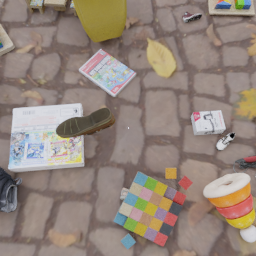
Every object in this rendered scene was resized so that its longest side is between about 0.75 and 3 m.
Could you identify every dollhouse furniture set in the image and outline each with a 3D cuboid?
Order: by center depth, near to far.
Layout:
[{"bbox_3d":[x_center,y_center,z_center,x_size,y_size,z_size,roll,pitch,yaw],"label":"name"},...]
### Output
[{"bbox_3d":[-2.760,-6.178,11.297,2.398,1.817,2.736,5,67,2],"label":"dollhouse furniture set"}]

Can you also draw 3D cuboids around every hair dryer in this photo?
[{"bbox_3d":[4.261,0.964,9.075,1.213,0.433,1.593,28,69,12],"label":"hair dryer"}]

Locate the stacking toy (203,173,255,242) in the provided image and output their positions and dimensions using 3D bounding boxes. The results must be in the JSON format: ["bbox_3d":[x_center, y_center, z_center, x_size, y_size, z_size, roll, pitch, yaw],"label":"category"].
[{"bbox_3d":[3.220,2.418,8.232,1.417,1.417,1.940,-24,89,-10],"label":"stacking toy"}]

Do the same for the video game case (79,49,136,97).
[{"bbox_3d":[-0.770,-2.089,10.497,1.773,0.155,1.268,38,72,14],"label":"video game case"}]

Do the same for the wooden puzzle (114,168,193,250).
[{"bbox_3d":[0.672,2.341,8.224,1.631,0.193,2.750,26,86,0],"label":"wooden puzzle"}]

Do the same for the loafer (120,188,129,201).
[{"bbox_3d":[0.390,2.074,8.629,1.239,0.445,0.389,5,61,5],"label":"loafer"}]

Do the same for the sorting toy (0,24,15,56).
[{"bbox_3d":[-5.917,-3.534,10.766,2.183,0.760,2.169,-32,71,-12],"label":"sorting toy"}]

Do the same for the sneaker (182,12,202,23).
[{"bbox_3d":[2.602,-4.642,11.492,0.796,0.301,0.460,-17,66,-6],"label":"sneaker"}]

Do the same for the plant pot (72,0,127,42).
[{"bbox_3d":[-1.008,-4.322,10.381,1.842,1.884,1.830,-17,39,-6],"label":"plant pot"}]

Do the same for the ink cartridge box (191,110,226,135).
[{"bbox_3d":[2.729,-0.179,9.555,0.995,0.415,0.723,-5,67,-2],"label":"ink cartridge box"}]

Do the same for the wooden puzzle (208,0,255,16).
[{"bbox_3d":[4.342,-5.604,11.792,1.890,0.472,2.040,1,67,1],"label":"wooden puzzle"}]

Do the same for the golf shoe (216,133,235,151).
[{"bbox_3d":[3.257,0.422,9.330,0.810,0.383,0.315,-43,75,-14],"label":"golf shoe"}]

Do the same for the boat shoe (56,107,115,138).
[{"bbox_3d":[-1.099,-0.014,7.428,1.592,0.541,0.573,-15,60,10],"label":"boat shoe"}]

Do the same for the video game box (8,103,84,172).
[{"bbox_3d":[-2.640,0.301,9.290,2.339,0.547,2.131,-4,65,-2],"label":"video game box"}]

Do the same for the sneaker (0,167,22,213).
[{"bbox_3d":[-4.262,2.345,8.167,1.519,1.007,2.669,22,67,11],"label":"sneaker"}]
